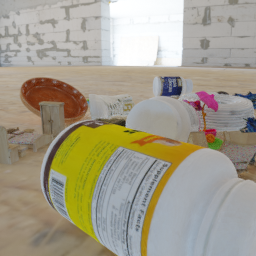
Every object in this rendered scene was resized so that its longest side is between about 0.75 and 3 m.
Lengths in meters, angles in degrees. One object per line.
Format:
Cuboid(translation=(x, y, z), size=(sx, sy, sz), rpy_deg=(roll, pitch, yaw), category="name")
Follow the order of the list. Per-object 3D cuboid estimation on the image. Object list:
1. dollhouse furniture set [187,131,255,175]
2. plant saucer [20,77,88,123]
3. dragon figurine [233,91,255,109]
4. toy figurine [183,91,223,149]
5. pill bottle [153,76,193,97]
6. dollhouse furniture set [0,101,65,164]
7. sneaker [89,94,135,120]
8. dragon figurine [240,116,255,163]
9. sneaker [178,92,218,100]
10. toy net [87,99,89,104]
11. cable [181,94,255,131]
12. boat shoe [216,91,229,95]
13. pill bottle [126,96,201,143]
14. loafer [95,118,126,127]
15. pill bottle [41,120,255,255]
Cuboid(translation=(2.038, 0.666, 4.798), size=(2.006, 1.040, 0.888), rpy_deg=(-2, 54, -4), category="dollhouse furniture set")
Cuboid(translation=(-2.505, -0.936, 9.572), size=(2.292, 0.370, 2.292), rpy_deg=(19, 35, -14), category="plant saucer")
Cuboid(translation=(5.024, -1.137, 11.502), size=(2.130, 0.627, 1.059), rpy_deg=(-1, 15, -1), category="dragon figurine")
Cuboid(translation=(1.698, -0.260, 6.996), size=(1.439, 1.324, 1.080), rpy_deg=(2, 15, 9), category="toy figurine")
Cuboid(translation=(2.290, -2.109, 14.268), size=(1.868, 1.037, 1.037), rpy_deg=(-3, 16, -12), category="pill bottle")
Cuboid(translation=(-2.539, 0.002, 6.748), size=(1.108, 0.946, 2.137), rpy_deg=(5, 16, 17), category="dollhouse furniture set")
Cuboid(translation=(-0.480, -0.727, 9.328), size=(1.559, 0.994, 2.698), rpy_deg=(-4, 14, -2), category="sneaker")
Cuboid(translation=(2.862, 0.340, 5.842), size=(1.302, 0.771, 2.618), rpy_deg=(8, 17, 26), category="dragon figurine")
Cuboid(translation=(2.790, -0.932, 10.584), size=(1.744, 0.643, 1.008), rpy_deg=(-11, 27, -3), category="sneaker")
Cuboid(translation=(-1.888, -1.225, 12.508), size=(1.364, 0.263, 0.715), rpy_deg=(10, 18, 34), category="toy net")
Cuboid(translation=(2.728, -0.513, 8.829), size=(2.372, 0.821, 2.373), rpy_deg=(0, 15, 0), category="cable")
Cuboid(translation=(3.849, -1.273, 12.198), size=(1.646, 0.592, 0.533), rpy_deg=(-6, 28, -30), category="boat shoe")
Cuboid(translation=(0.784, -0.054, 5.815), size=(1.159, 1.159, 2.044), rpy_deg=(7, 4, 23), category="pill bottle")
Cuboid(translation=(-0.660, 0.125, 6.865), size=(0.651, 0.734, 1.931), rpy_deg=(5, 6, 22), category="loafer")
Cuboid(translation=(0.223, 0.759, 3.133), size=(2.529, 1.382, 1.382), rpy_deg=(15, 21, 42), category="pill bottle")
